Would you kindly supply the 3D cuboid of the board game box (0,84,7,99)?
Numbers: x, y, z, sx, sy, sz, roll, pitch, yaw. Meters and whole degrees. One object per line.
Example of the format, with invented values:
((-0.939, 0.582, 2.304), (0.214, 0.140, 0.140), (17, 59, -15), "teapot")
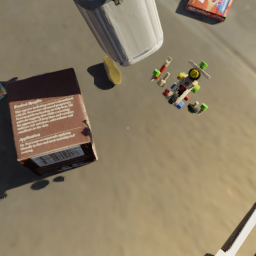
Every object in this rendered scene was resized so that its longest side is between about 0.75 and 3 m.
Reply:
((-3.993, -0.905, 7.861), (0.512, 0.503, 0.977), (37, 73, 13), "board game box")

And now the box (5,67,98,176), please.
((-1.803, -0.090, 6.932), (1.648, 1.631, 1.986), (-14, 69, -6), "box")

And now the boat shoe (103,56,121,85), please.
((-0.486, -1.669, 8.317), (0.350, 0.302, 0.959), (-21, 76, -24), "boat shoe")

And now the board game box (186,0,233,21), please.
((3.043, -4.829, 9.536), (1.320, 0.249, 2.565), (22, 70, 9), "board game box")

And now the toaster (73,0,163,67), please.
((-0.202, -2.484, 6.011), (1.454, 1.653, 2.559), (-32, 43, -1), "toaster")

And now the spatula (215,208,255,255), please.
((3.113, 3.152, 6.477), (1.912, 0.221, 2.750), (40, 70, 15), "spatula")

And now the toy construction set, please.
((1.138, -1.038, 5.675), (1.270, 1.059, 0.976), (51, 119, 29), "toy construction set")
